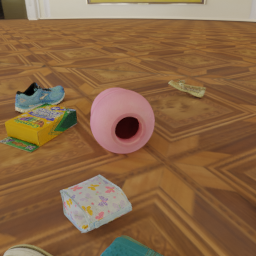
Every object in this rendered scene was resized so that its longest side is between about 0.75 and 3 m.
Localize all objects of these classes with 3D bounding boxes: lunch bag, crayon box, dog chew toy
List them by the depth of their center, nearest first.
[{"bbox_3d":[-0.660,1.591,5.704,1.018,0.763,1.201,-19,22,-35],"label":"lunch bag"},{"bbox_3d":[-0.327,-0.416,8.659,1.832,1.832,2.942,-6,20,-12],"label":"dog chew toy"},{"bbox_3d":[-2.909,-0.103,9.203,1.406,0.577,2.236,13,30,24],"label":"crayon box"}]

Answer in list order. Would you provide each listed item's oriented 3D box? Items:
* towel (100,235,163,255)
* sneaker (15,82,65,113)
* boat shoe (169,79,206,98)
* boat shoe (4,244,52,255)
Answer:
[{"bbox_3d":[-0.079,2.816,3.828,2.006,0.297,2.736,16,33,29],"label":"towel"},{"bbox_3d":[-3.454,-1.359,11.196,0.870,0.999,2.221,19,33,33],"label":"sneaker"},{"bbox_3d":[2.558,-1.792,12.160,1.596,0.500,0.585,21,15,2],"label":"boat shoe"},{"bbox_3d":[-1.490,2.304,4.557,1.346,0.503,0.460,8,22,13],"label":"boat shoe"}]
